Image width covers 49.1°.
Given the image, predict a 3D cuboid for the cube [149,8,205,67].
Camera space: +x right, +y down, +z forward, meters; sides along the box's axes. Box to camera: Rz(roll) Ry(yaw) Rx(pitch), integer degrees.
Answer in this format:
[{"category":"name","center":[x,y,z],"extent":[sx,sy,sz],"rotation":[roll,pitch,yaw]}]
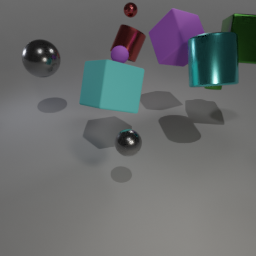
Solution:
[{"category":"cube","center":[1.856,-3.253,10.292],"extent":[1.400,1.400,1.400],"rotation":[-5,72,-37]}]

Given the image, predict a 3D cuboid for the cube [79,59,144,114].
[{"category":"cube","center":[-0.529,-1.284,8.795],"extent":[1.400,1.400,1.400],"rotation":[5,6,-36]}]

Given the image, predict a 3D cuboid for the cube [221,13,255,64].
[{"category":"cube","center":[3.809,-2.813,9.037],"extent":[1.400,1.400,1.400],"rotation":[5,14,4]}]

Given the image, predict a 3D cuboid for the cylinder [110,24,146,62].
[{"category":"cylinder","center":[0.001,-4.211,13.999],"extent":[1.400,1.400,1.400],"rotation":[24,8,-4]}]

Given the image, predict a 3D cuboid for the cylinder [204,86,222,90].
[{"category":"cylinder","center":[3.599,-1.980,11.732],"extent":[0.700,0.700,0.700],"rotation":[6,5,-1]}]

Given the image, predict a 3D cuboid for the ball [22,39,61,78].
[{"category":"ball","center":[-3.249,-2.602,10.528],"extent":[1.400,1.400,1.400],"rotation":[0,32,0]}]

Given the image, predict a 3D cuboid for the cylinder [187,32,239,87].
[{"category":"cylinder","center":[2.457,-1.924,8.125],"extent":[1.400,1.400,1.400],"rotation":[-4,7,0]}]

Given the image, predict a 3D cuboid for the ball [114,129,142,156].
[{"category":"ball","center":[0.005,0.374,7.137],"extent":[0.700,0.700,0.700],"rotation":[0,32,0]}]

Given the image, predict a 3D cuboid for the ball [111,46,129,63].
[{"category":"ball","center":[-0.325,-2.841,10.914],"extent":[0.700,0.700,0.700],"rotation":[0,32,0]}]

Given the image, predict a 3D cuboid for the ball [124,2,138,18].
[{"category":"ball","center":[0.129,-5.833,13.850],"extent":[0.700,0.700,0.700],"rotation":[0,32,0]}]
